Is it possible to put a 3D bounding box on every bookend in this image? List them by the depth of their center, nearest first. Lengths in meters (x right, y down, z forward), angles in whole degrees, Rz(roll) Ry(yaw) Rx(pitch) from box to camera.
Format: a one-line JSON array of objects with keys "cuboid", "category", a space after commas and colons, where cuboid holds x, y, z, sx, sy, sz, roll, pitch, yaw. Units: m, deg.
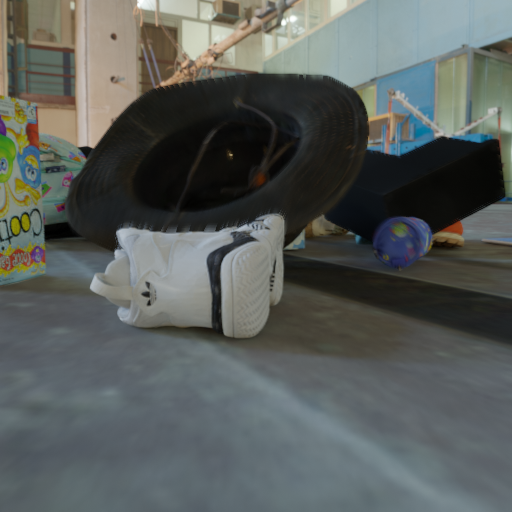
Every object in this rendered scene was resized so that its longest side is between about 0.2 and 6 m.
[{"cuboid": [2.627, -1.298, 10.024, 2.338, 1.084, 2.353, -26, 26, -15], "category": "bookend"}]

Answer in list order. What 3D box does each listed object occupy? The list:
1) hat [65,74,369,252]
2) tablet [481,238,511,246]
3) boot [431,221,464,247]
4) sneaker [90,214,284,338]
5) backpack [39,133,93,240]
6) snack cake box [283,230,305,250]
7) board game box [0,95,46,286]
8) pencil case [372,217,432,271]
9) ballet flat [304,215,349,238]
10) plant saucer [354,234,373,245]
[{"cuboid": [-0.408, -0.934, 7.660, 4.004, 1.615, 4.004, -10, 48, 11], "category": "hat"}, {"cuboid": [5.033, -0.229, 10.428, 0.919, 0.096, 1.413, -2, 8, -20], "category": "tablet"}, {"cuboid": [3.140, -1.008, 10.568, 1.051, 1.502, 2.801, 9, 15, -10], "category": "boot"}, {"cuboid": [-0.439, 0.066, 4.668, 1.248, 0.816, 2.171, 4, 11, 8], "category": "sneaker"}, {"cuboid": [-4.922, -1.424, 11.481, 3.550, 2.247, 2.962, -6, 11, -34], "category": "backpack"}, {"cuboid": [-0.409, -0.647, 10.403, 1.585, 0.926, 2.756, -4, 8, -21], "category": "snack cake box"}, {"cuboid": [-3.138, -0.722, 6.257, 1.061, 2.022, 1.042, 2, 7, 15], "category": "board game box"}, {"cuboid": [2.021, -0.191, 7.604, 0.612, 0.681, 1.569, 1, 5, 22], "category": "pencil case"}, {"cuboid": [1.544, -0.757, 12.391, 0.704, 0.760, 2.156, 15, 16, 35], "category": "ballet flat"}, {"cuboid": [2.472, -0.460, 11.741, 0.792, 0.215, 2.265, 1, 8, 8], "category": "plant saucer"}]
